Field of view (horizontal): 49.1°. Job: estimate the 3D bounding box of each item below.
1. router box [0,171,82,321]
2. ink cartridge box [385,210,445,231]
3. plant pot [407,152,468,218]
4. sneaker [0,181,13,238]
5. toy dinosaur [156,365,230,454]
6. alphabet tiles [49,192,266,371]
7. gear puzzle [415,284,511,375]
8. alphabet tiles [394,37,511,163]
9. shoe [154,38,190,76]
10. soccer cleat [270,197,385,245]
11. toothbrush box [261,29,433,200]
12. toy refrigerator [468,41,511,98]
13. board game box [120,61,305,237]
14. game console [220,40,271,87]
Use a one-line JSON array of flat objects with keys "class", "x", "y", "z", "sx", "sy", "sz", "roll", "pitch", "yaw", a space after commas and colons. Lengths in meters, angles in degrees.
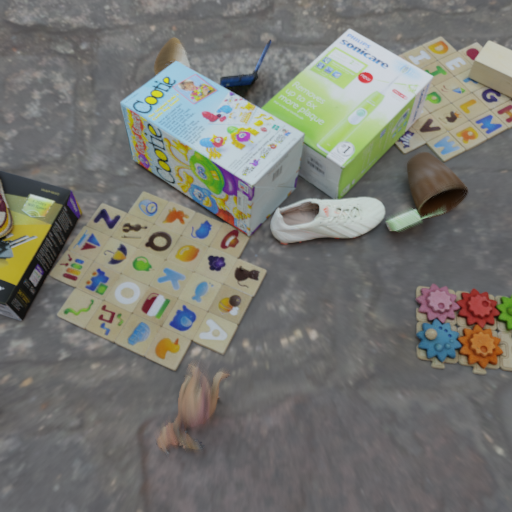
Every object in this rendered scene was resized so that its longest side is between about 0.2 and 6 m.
[{"class": "router box", "x": -4.790, "y": -0.396, "z": 9.486, "sx": 2.862, "sy": 0.748, "sz": 2.250, "roll": 15, "pitch": 62, "yaw": 8}, {"class": "ink cartridge box", "x": 2.709, "y": -0.677, "z": 9.568, "sx": 0.905, "sy": 0.659, "sz": 0.217, "roll": -24, "pitch": 89, "yaw": 6}, {"class": "plant pot", "x": 3.079, "y": -1.326, "z": 9.906, "sx": 0.905, "sy": 0.905, "sz": 0.969, "roll": -16, "pitch": 62, "yaw": -9}, {"class": "sneaker", "x": -4.510, "y": -1.190, "z": 8.986, "sx": 0.719, "sy": 0.864, "sz": 1.917, "roll": -31, "pitch": 66, "yaw": -16}, {"class": "toy dinosaur", "x": -0.850, "y": 2.157, "z": 7.791, "sx": 0.653, "sy": 1.522, "sz": 1.031, "roll": 22, "pitch": 50, "yaw": -5}, {"class": "alphabet tiles", "x": -1.656, "y": 0.303, "z": 9.484, "sx": 3.301, "sy": 0.105, "sz": 2.746, "roll": 22, "pitch": 63, "yaw": 12}, {"class": "gear puzzle", "x": 3.919, "y": 1.188, "z": 8.850, "sx": 2.739, "sy": 0.359, "sz": 1.419, "roll": 7, "pitch": 61, "yaw": 4}, {"class": "alphabet tiles", "x": 3.807, "y": -3.284, "z": 11.447, "sx": 3.257, "sy": 0.103, "sz": 2.710, "roll": -27, "pitch": 65, "yaw": -14}, {"class": "shoe", "x": -1.708, "y": -3.738, "z": 11.529, "sx": 0.662, "sy": 0.505, "sz": 1.892, "roll": -24, "pitch": 52, "yaw": 28}, {"class": "soccer cleat", "x": 1.270, "y": -0.670, "z": 9.623, "sx": 2.059, "sy": 0.799, "sz": 0.714, "roll": -11, "pitch": 62, "yaw": -7}, {"class": "toothbrush box", "x": 1.632, "y": -2.659, "z": 10.455, "sx": 1.944, "sy": 1.149, "sz": 2.669, "roll": 39, "pitch": 70, "yaw": 19}, {"class": "toy refrigerator", "x": 5.200, "y": -3.598, "z": 11.259, "sx": 1.638, "sy": 0.573, "sz": 0.622, "roll": 32, "pitch": 73, "yaw": 16}, {"class": "board game box", "x": -0.774, "y": -1.906, "z": 9.881, "sx": 2.823, "sy": 1.454, "sz": 1.481, "roll": 34, "pitch": 62, "yaw": 17}, {"class": "game console", "x": -0.228, "y": -3.764, "z": 11.014, "sx": 1.031, "sy": 1.208, "sz": 0.715, "roll": -6, "pitch": 102, "yaw": -2}]
